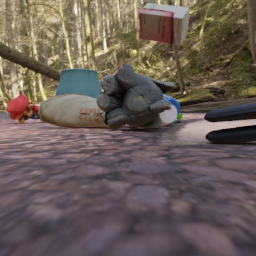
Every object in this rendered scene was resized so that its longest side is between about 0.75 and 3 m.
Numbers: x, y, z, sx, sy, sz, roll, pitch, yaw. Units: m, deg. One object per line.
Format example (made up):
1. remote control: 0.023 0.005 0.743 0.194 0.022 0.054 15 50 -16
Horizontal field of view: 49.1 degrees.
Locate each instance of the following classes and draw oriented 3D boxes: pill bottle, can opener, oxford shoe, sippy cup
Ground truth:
1. pill bottle: 1.103 -0.509 9.537 0.833 0.833 1.391 -1 4 -16
2. can opener: 2.401 -0.131 4.240 2.441 0.774 0.960 1 5 10
3. oxford shoe: -1.122 -0.491 8.196 2.844 1.007 1.050 -2 7 -25
4. sippy cup: 1.629 -0.894 12.398 1.682 1.321 1.232 -11 13 -21

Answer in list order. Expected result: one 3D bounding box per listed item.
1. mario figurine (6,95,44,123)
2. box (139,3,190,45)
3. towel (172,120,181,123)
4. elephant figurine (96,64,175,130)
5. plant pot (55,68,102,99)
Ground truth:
1. mario figurine: -3.873 -0.478 11.202 1.396 1.199 2.261 -36 -22 19
2. box: 1.204 -3.504 9.428 1.510 0.966 0.823 16 49 20
3. towel: 1.152 -0.283 11.227 1.569 0.170 1.150 -1 5 -21
4. elephant figurine: 0.466 -0.844 7.934 1.794 1.967 2.535 -37 -16 26
5. plant pot: -2.374 -1.590 13.725 2.612 2.454 2.612 -1 3 0
